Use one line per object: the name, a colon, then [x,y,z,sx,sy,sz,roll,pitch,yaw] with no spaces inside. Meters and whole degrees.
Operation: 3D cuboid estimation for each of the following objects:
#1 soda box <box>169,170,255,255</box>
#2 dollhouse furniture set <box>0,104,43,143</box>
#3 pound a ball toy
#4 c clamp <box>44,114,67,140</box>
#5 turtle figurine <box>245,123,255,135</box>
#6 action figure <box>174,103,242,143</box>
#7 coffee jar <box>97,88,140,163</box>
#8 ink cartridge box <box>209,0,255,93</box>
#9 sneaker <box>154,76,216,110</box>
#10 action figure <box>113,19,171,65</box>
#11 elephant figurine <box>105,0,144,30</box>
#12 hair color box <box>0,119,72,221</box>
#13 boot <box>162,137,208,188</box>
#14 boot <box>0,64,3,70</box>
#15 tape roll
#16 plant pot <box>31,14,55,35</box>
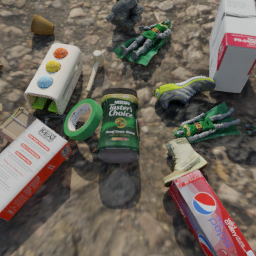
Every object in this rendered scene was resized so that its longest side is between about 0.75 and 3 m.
soda box: [2.134,2.490,7.350,0.855,0.944,2.696,-21,59,-13]
dollhouse furniture set: [-4.204,-0.247,9.517,2.353,0.909,1.176,34,54,-1]
pound a ball toy: [-2.166,-1.964,10.046,1.956,1.274,3.000,10,55,7]
c clamp: [-2.633,0.088,9.373,1.284,0.204,1.503,7,56,4]
turtle figurine: [4.379,-0.024,9.328,0.846,0.426,0.633,-12,43,10]
action figure: [2.556,-0.059,9.288,2.199,0.601,1.299,-18,61,-7]
coffee jar: [-0.275,-0.172,9.030,1.303,1.066,2.499,0,56,0]
ink cartridge box: [3.826,-3.106,10.319,1.211,2.109,2.905,8,57,5]
sneaker: [2.087,-1.169,9.951,2.184,0.807,0.884,-15,64,-1]
action figure: [0.913,-3.745,11.614,1.702,0.788,2.881,32,59,23]
elephant figurine: [-0.208,-5.381,12.486,1.446,1.586,2.044,-44,44,23]
hair color box: [-3.064,1.160,8.191,1.354,0.817,2.667,34,68,17]
boot: [1.471,1.014,8.553,1.591,0.573,1.230,-23,60,-21]
boot: [-5.463,-2.394,10.945,0.934,0.328,0.683,-35,62,-20]
tape roll: [-1.466,-0.271,9.082,1.416,0.340,1.416,-23,48,27]
plant pot: [-3.631,-4.350,12.035,0.840,0.783,0.783,18,57,-5]
